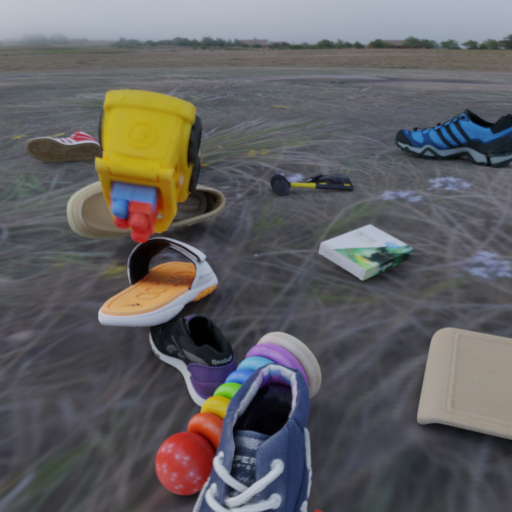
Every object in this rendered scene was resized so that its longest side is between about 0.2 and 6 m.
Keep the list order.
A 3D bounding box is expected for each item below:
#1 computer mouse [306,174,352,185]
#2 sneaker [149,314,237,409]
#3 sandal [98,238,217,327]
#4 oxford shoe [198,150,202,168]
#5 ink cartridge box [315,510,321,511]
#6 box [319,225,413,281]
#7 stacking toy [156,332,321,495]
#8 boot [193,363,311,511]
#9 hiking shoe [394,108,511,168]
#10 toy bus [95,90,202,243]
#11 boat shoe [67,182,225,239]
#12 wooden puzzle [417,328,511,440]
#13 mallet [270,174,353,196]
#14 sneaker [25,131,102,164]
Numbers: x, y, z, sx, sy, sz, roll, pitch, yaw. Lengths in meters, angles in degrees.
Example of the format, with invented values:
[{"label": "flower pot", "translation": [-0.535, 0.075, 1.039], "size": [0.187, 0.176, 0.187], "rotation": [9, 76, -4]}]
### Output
[{"label": "computer mouse", "translation": [1.821, -1.865, 13.600], "size": [1.087, 0.287, 0.753], "rotation": [15, 26, 31]}, {"label": "sneaker", "translation": [-0.701, 0.922, 6.412], "size": [0.687, 0.794, 1.813], "rotation": [-14, 27, -29]}, {"label": "sandal", "translation": [-1.211, 0.198, 7.495], "size": [1.124, 0.841, 2.934], "rotation": [2, 10, 6]}, {"label": "oxford shoe", "translation": [-2.023, -2.711, 14.616], "size": [0.977, 1.038, 2.775], "rotation": [4, 23, 8]}, {"label": "ink cartridge box", "translation": [0.674, 2.199, 4.236], "size": [0.699, 0.199, 0.568], "rotation": [16, 28, 25]}, {"label": "box", "translation": [1.776, -0.081, 9.024], "size": [1.293, 0.235, 0.934], "rotation": [-21, 42, -38]}, {"label": "stacking toy", "translation": [-0.200, 1.505, 5.288], "size": [0.801, 0.801, 1.877], "rotation": [18, 35, 35]}, {"label": "boot", "translation": [-0.170, 1.849, 3.747], "size": [0.946, 1.175, 2.601], "rotation": [5, 24, 11]}, {"label": "hiking shoe", "translation": [5.638, -3.485, 15.895], "size": [3.357, 1.455, 1.249], "rotation": [13, 26, 28]}, {"label": "toy bus", "translation": [-1.491, -0.953, 7.606], "size": [1.307, 1.925, 1.848], "rotation": [7, 64, -2]}, {"label": "boat shoe", "translation": [-1.853, -0.888, 9.930], "size": [2.921, 1.054, 0.949], "rotation": [-9, 7, -42]}, {"label": "wooden puzzle", "translation": [2.781, 1.416, 5.910], "size": [1.939, 0.361, 1.794], "rotation": [4, 23, 21]}, {"label": "mallet", "translation": [1.294, -1.591, 12.942], "size": [1.943, 0.400, 0.640], "rotation": [4, 23, 0]}, {"label": "sneaker", "translation": [-5.507, -3.141, 16.033], "size": [2.027, 0.722, 1.140], "rotation": [-1, 26, -20]}]
